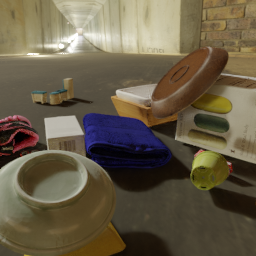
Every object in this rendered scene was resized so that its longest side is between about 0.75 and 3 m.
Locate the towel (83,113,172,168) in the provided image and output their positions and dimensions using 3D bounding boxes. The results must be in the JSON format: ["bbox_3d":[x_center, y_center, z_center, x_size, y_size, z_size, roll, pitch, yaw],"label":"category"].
[{"bbox_3d":[-0.220,0.335,8.170,2.175,0.730,2.946,7,16,-14],"label":"towel"}]

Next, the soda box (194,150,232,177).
[{"bbox_3d":[2.087,0.873,6.892,0.286,0.316,0.902,-40,42,-23],"label":"soda box"}]

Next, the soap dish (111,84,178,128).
[{"bbox_3d":[1.119,-0.976,11.222,2.879,1.169,2.265,-13,23,-35],"label":"soap dish"}]

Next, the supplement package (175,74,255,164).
[{"bbox_3d":[3.087,-0.453,8.334,2.604,1.976,1.962,17,25,37],"label":"supplement package"}]

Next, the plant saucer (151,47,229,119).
[{"bbox_3d":[1.638,-1.452,8.298,2.790,0.481,2.790,-41,19,17],"label":"plant saucer"}]

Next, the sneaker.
[{"bbox_3d":[-3.738,0.381,7.744,1.297,1.074,2.719,29,34,36],"label":"sneaker"}]

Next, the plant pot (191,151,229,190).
[{"bbox_3d":[1.685,0.957,5.969,0.802,0.802,0.738,9,12,25],"label":"plant pot"}]

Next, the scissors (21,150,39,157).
[{"bbox_3d":[-2.534,0.884,7.485,0.529,0.101,1.446,-6,21,-25],"label":"scissors"}]

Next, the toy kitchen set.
[{"bbox_3d":[-3.797,-1.916,14.199,1.393,1.025,1.739,6,19,17],"label":"toy kitchen set"}]

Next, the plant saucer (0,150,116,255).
[{"bbox_3d":[-1.210,0.938,4.495,2.108,0.529,2.108,7,35,-5],"label":"plant saucer"}]

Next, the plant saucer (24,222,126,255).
[{"bbox_3d":[-1.012,1.658,4.757,1.518,0.368,1.519,-9,21,-24],"label":"plant saucer"}]

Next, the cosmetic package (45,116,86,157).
[{"bbox_3d":[-1.916,0.252,8.332,1.024,0.746,2.014,-5,18,-15],"label":"cosmetic package"}]
